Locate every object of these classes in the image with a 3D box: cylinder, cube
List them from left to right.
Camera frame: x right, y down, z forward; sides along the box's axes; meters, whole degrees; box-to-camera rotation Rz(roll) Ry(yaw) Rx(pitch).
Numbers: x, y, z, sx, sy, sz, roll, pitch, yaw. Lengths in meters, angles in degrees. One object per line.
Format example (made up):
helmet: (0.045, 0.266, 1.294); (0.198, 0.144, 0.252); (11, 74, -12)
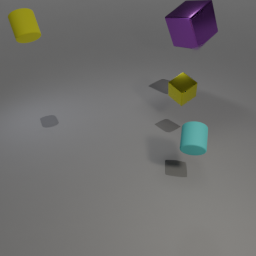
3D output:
cylinder: (-2.862, -2.821, 7.764); (0.700, 0.700, 0.700); (-19, 2, 1)
cube: (1.866, -1.328, 9.602); (0.700, 0.700, 0.700); (-34, 58, -15)
cube: (2.645, -4.298, 11.627); (1.400, 1.400, 1.400); (-43, 40, -18)
cylinder: (1.775, 0.289, 7.540); (0.700, 0.700, 0.700); (6, 63, 11)
